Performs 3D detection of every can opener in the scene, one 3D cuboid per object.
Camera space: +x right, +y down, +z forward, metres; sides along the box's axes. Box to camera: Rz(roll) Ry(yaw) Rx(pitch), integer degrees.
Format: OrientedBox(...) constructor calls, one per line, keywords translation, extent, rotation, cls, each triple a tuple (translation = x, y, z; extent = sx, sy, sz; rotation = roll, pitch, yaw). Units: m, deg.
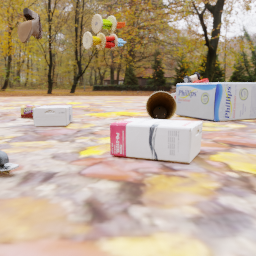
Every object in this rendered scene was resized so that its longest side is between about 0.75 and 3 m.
OrientedBox(translation=(-2.066, 0.493, 4.215), extent=(1.123, 0.373, 0.296), rotation=(0, 8, 34), cls="can opener")

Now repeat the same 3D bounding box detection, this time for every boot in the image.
OrientedBox(translation=(-2.647, -2.709, 7.782), extent=(0.407, 1.157, 0.846), rotation=(1, -13, 9), cls="boot")

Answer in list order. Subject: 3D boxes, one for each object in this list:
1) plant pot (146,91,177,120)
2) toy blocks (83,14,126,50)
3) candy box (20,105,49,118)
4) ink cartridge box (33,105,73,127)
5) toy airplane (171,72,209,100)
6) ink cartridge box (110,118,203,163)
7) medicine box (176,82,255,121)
OrientedBox(translation=(1.223, -0.669, 10.502), extent=(1.115, 1.115, 1.196), rotation=(1, -9, 4), cls="plant pot")
OrientedBox(translation=(-0.715, -3.963, 11.787), extent=(1.985, 0.721, 1.654), rotation=(-12, -22, -40), cls="toy blocks")
OrientedBox(translation=(-4.150, -0.765, 12.612), extent=(1.031, 0.499, 1.767), rotation=(-1, 9, -10), cls="candy box")
OrientedBox(translation=(-2.584, -0.454, 9.809), extent=(1.096, 0.643, 1.497), rotation=(-1, 9, -4), cls="ink cartridge box")
OrientedBox(translation=(3.168, -1.495, 14.717), extent=(2.549, 1.799, 2.538), rotation=(-34, -10, 10), cls="toy airplane")
OrientedBox(translation=(0.556, 0.187, 5.264), extent=(1.488, 0.628, 1.077), rotation=(4, 9, 24), cls="ink cartridge box")
OrientedBox(translation=(3.970, -1.202, 12.064), extent=(2.896, 1.491, 2.638), rotation=(-4, 9, -24), cls="medicine box")
